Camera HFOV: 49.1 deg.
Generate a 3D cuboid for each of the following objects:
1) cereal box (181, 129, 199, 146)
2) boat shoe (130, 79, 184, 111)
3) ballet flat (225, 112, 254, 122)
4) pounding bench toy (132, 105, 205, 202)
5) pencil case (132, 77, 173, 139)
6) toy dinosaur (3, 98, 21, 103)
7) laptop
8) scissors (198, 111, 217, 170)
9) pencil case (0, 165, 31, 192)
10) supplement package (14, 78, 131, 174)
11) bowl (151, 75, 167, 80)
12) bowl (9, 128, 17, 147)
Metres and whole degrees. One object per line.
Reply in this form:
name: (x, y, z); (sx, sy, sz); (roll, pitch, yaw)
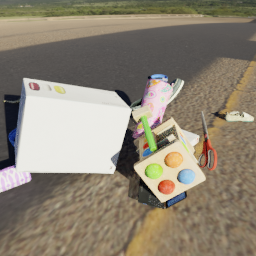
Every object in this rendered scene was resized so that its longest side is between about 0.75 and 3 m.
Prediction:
cereal box: (1.607, 0.496, 10.081); (1.211, 0.333, 1.683); (22, 34, 36)
boat shoe: (1.087, -1.221, 11.170); (0.788, 2.552, 0.929); (41, 39, -15)
ballet flat: (4.793, -0.497, 11.955); (1.279, 0.399, 0.431); (-1, 27, -3)
pounding bench toy: (0.836, 0.574, 7.496); (1.344, 2.164, 1.688); (-33, 19, 16)
pencil case: (0.790, -0.524, 8.807); (0.900, 2.059, 0.900); (16, -3, 1)
toy dinosaur: (-4.913, -1.651, 14.068); (1.053, 0.567, 2.389); (1, 24, 34)
laptop: (0.915, 1.616, 7.593); (1.156, 0.597, 1.025); (15, 27, -1)
scissors: (2.283, 0.322, 7.966); (0.123, 1.759, 0.643); (14, -14, -30)
pencil case: (-3.525, 1.437, 7.906); (1.540, 0.658, 0.646); (-20, 29, -33)
supplement package: (-1.697, -0.005, 8.272); (2.862, 2.229, 1.587); (5, 24, -26)
bowl: (1.913, -3.040, 17.127); (0.994, 0.195, 0.994); (0, 27, 0)
bowl: (-3.619, 0.314, 10.481); (1.552, 0.305, 1.552); (0, 27, 0)
